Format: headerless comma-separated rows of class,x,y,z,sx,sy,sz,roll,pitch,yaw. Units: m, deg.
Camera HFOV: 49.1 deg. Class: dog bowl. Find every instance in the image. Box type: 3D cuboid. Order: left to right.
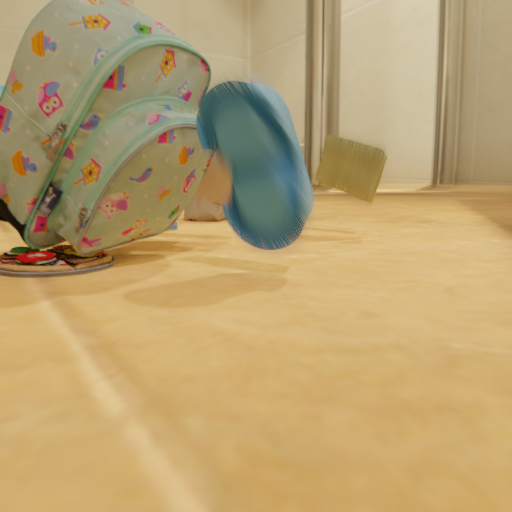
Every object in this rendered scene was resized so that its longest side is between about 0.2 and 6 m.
dog bowl,0.051,-1.339,8.189,1.384,2.482,0.615,-7,21,35

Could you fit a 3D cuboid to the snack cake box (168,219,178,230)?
snack cake box,-3.363,-1.149,14.630,2.565,0.862,1.475,-1,11,-11

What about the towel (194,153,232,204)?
towel,-1.185,-1.765,11.927,1.982,1.313,0.342,18,57,13

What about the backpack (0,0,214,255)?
backpack,-2.396,-2.063,9.212,2.943,3.839,3.375,33,23,18

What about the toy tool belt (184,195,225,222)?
toy tool belt,-1.306,-2.043,17.361,1.771,1.743,2.837,1,9,9

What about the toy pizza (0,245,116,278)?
toy pizza,-3.301,0.022,9.159,1.966,0.312,1.966,0,10,0

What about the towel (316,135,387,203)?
towel,2.183,-2.059,13.054,1.681,1.247,0.307,28,28,33
